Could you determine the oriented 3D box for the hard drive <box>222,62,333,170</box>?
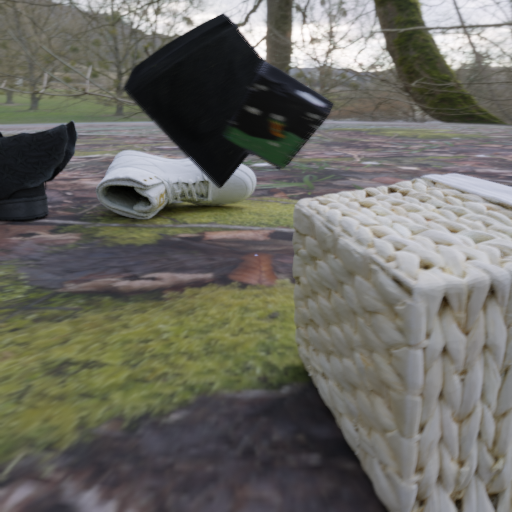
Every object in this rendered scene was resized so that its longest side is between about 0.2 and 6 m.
[{"bbox_3d":[0.231,-1.702,7.062,0.958,0.259,1.372,28,-30,-9],"label":"hard drive"}]

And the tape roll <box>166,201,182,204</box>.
[{"bbox_3d":[-2.056,-1.656,13.284,0.977,0.671,0.977,0,17,0],"label":"tape roll"}]

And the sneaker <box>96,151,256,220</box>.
[{"bbox_3d":[-1.674,-1.322,11.796,3.232,1.191,1.868,5,32,2],"label":"sneaker"}]

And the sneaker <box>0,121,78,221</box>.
[{"bbox_3d":[-5.480,-1.739,11.299,3.742,1.952,1.124,1,16,3],"label":"sneaker"}]

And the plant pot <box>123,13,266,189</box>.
[{"bbox_3d":[-0.677,-2.665,8.921,1.811,2.041,2.036,-41,25,12],"label":"plant pot"}]

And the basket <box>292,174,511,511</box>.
[{"bbox_3d":[1.346,0.465,4.219,1.634,1.795,2.648,-5,17,-11],"label":"basket"}]
